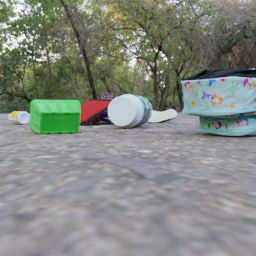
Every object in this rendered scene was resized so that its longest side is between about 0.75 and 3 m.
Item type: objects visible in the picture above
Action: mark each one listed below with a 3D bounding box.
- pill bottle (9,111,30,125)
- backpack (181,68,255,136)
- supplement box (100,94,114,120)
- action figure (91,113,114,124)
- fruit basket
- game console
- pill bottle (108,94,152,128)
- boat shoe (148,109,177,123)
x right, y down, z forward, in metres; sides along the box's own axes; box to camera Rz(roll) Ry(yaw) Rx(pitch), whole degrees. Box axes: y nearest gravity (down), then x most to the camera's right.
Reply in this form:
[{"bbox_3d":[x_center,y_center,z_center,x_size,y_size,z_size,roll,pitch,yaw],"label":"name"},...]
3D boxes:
[{"bbox_3d":[-4.743,-0.438,12.136,1.016,0.569,0.569,4,6,41],"label":"pill bottle"},{"bbox_3d":[2.519,-0.706,7.050,2.327,1.752,2.066,-2,7,-28],"label":"backpack"},{"bbox_3d":[-1.243,-1.244,16.739,0.806,1.561,1.022,0,5,-2],"label":"supplement box"},{"bbox_3d":[-1.011,-0.532,12.749,1.903,0.621,0.942,3,21,31],"label":"action figure"},{"bbox_3d":[-2.075,-0.309,7.955,1.474,1.063,1.474,8,19,-3],"label":"fruit basket"},{"bbox_3d":[-1.174,-0.373,12.824,2.514,1.731,2.917,-36,20,-21],"label":"game console"},{"bbox_3d":[0.101,-0.606,10.085,1.175,1.175,2.079,1,5,17],"label":"pill bottle"},{"bbox_3d":[1.496,-0.515,13.486,1.674,0.598,0.500,-9,-17,-11],"label":"boat shoe"}]
